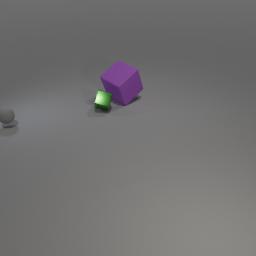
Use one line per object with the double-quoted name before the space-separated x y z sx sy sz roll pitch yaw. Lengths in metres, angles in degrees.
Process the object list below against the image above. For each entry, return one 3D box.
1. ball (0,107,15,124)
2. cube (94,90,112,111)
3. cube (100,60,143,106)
"ball" -5.201 -0.528 11.942 0.700 0.700 0.700 0 31 0
"cube" -1.178 -1.292 13.271 0.700 0.700 0.700 14 75 -5
"cube" -0.296 -2.267 14.078 1.400 1.400 1.400 33 68 34
